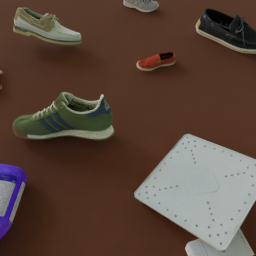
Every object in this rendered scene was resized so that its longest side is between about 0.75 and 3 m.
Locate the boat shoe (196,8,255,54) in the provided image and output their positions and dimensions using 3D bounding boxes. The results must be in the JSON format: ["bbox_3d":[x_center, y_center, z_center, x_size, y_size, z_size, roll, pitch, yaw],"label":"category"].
[{"bbox_3d":[3.860,-3.506,10.080,2.881,0.897,1.075,28,58,17],"label":"boat shoe"}]

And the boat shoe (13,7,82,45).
[{"bbox_3d":[-2.783,-3.513,9.699,2.450,0.838,0.915,14,26,1],"label":"boat shoe"}]

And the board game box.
[{"bbox_3d":[1.745,1.338,6.605,2.352,0.304,2.352,23,56,38],"label":"board game box"}]

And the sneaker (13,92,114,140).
[{"bbox_3d":[-1.778,-0.420,7.522,2.788,1.252,0.935,2,33,4],"label":"sneaker"}]

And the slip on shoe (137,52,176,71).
[{"bbox_3d":[0.959,-2.301,9.509,1.392,0.426,0.516,-13,58,-7],"label":"slip on shoe"}]

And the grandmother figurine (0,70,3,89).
[{"bbox_3d":[-4.585,-1.788,9.185,0.858,0.429,1.416,-5,48,-32],"label":"grandmother figurine"}]

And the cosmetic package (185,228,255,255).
[{"bbox_3d":[1.932,2.632,5.977,1.221,0.495,0.689,-17,55,-11],"label":"cosmetic package"}]

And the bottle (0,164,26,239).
[{"bbox_3d":[-3.074,1.970,6.282,0.970,0.758,2.323,5,55,2],"label":"bottle"}]

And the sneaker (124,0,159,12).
[{"bbox_3d":[0.519,-5.184,11.419,1.512,0.620,0.565,15,56,11],"label":"sneaker"}]
